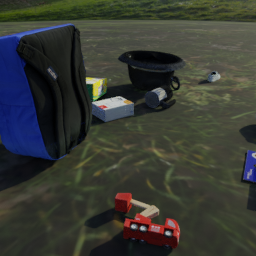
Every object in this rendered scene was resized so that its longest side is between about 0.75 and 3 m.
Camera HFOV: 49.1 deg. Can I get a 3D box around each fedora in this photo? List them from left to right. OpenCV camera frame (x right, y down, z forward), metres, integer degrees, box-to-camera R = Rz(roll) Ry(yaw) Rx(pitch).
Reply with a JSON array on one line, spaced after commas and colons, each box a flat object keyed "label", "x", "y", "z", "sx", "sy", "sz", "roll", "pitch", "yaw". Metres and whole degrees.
[{"label": "fedora", "x": 0.924, "y": -2.273, "z": 11.316, "sx": 2.751, "sy": 1.256, "sz": 2.751, "roll": 2, "pitch": 28, "yaw": -1}]

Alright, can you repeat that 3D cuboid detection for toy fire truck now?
[{"label": "toy fire truck", "x": 0.275, "y": 1.471, "z": 4.542, "sx": 1.150, "sy": 0.280, "sz": 0.811, "roll": 6, "pitch": 26, "yaw": 13}]

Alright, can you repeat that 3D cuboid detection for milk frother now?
[{"label": "milk frother", "x": 1.205, "y": -1.239, "z": 9.476, "sx": 0.895, "sy": 0.991, "sz": 0.932, "roll": 22, "pitch": 33, "yaw": 30}]

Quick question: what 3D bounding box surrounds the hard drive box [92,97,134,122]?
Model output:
[{"label": "hard drive box", "x": -0.478, "y": -0.606, "z": 8.797, "sx": 1.062, "sy": 0.408, "sz": 0.828, "roll": -17, "pitch": 30, "yaw": -32}]

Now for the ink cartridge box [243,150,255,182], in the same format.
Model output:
[{"label": "ink cartridge box", "x": 3.891, "y": 0.877, "z": 5.616, "sx": 2.826, "sy": 0.524, "sz": 1.338, "roll": 9, "pitch": 27, "yaw": 24}]

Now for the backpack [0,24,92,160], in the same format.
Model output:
[{"label": "backpack", "x": -2.084, "y": -0.767, "z": 6.452, "sx": 2.302, "sy": 2.743, "sz": 2.229, "roll": 3, "pitch": 27, "yaw": 29}]

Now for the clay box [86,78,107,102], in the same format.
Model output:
[{"label": "clay box", "x": -1.647, "y": -1.437, "z": 9.973, "sx": 1.510, "sy": 0.625, "sz": 2.628, "roll": 3, "pitch": 14, "yaw": 7}]

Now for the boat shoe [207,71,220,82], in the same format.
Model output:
[{"label": "boat shoe", "x": 3.868, "y": -2.349, "z": 12.530, "sx": 0.365, "sy": 0.373, "sz": 1.046, "roll": 17, "pitch": 30, "yaw": 32}]
